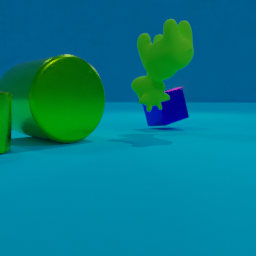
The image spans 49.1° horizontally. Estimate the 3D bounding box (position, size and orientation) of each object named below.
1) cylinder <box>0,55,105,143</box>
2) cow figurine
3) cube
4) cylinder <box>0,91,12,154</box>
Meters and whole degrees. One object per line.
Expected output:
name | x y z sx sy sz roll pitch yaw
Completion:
cylinder | -1.341 -0.496 4.853 1.380 1.380 1.380 -6 8 -44
cow figurine | 0.670 -1.135 5.438 0.838 1.502 1.526 -11 0 -38
cube | 0.881 -0.499 6.754 0.749 0.749 0.749 -18 7 -27
cylinder | -1.939 -0.092 3.638 0.792 0.792 0.792 3 4 0
